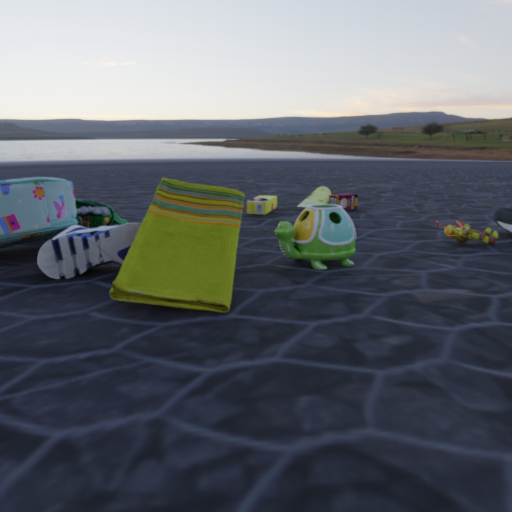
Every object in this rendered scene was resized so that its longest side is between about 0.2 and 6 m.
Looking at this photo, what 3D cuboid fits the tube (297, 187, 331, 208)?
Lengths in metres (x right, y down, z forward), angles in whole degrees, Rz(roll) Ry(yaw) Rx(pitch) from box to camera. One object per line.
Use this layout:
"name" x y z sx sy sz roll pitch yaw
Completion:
"tube" 1.905 -1.710 17.300 0.624 0.558 2.151 -36 4 24

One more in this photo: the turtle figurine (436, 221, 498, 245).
"turtle figurine" 4.430 -0.453 11.742 1.115 0.445 1.383 8 1 -2

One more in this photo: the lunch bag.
"lunch bag" -4.738 -0.684 10.440 2.802 1.080 2.247 -11 0 -25

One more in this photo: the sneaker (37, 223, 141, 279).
"sneaker" -2.725 -0.217 9.755 2.132 0.861 1.231 -7 17 -24

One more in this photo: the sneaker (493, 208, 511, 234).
"sneaker" 6.879 -1.004 12.271 3.055 1.293 1.138 5 13 23

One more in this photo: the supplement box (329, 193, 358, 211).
"supplement box" 2.617 -1.614 16.851 0.868 0.479 0.372 -9 16 -34

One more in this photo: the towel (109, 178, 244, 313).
"towel" -1.077 -0.353 8.926 1.634 0.343 3.798 6 29 -1

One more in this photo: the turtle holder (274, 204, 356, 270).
"turtle holder" 1.056 -0.379 10.032 1.474 1.047 1.120 1 13 0

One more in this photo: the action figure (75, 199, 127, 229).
"action figure" -4.032 -0.849 12.335 2.381 1.406 0.651 6 47 -11

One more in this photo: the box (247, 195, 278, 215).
"box" 0.198 -1.534 16.701 0.597 0.397 1.585 3 12 13
